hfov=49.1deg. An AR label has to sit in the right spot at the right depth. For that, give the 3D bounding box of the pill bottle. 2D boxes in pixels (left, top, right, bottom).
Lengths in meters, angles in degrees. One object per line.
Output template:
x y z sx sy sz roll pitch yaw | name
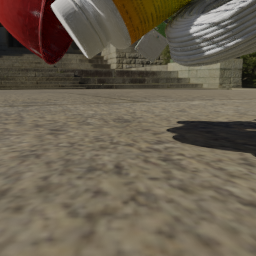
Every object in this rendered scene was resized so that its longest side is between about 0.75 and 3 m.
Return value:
0.114 -2.247 4.467 2.554 1.395 1.395 -36 12 -1 | pill bottle

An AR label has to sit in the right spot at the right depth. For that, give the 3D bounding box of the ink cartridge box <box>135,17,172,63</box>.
0.921 -2.780 8.520 0.746 1.437 0.426 37 34 -3 | ink cartridge box

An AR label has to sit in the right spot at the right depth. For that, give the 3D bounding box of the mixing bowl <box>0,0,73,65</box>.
-1.855 -2.777 5.777 1.410 2.604 2.604 20 9 -1 | mixing bowl

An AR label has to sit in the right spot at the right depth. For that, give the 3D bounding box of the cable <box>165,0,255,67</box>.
1.490 -1.635 4.126 2.005 0.694 2.005 -24 27 16 | cable

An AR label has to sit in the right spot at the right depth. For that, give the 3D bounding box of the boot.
-2.089 -2.914 7.500 2.483 0.987 2.852 14 13 11 | boot
